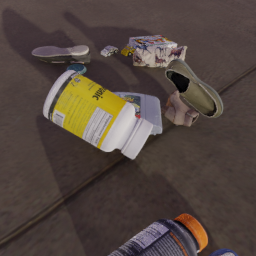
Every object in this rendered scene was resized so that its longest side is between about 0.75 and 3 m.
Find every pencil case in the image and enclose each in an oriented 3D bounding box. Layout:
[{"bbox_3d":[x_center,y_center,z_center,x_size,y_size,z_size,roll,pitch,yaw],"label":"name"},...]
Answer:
[{"bbox_3d":[1.481,-3.402,13.115,2.474,1.107,0.963,5,0,7],"label":"pencil case"}]

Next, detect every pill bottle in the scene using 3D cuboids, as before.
[{"bbox_3d":[0.569,2.770,5.863,2.379,1.264,1.264,-26,47,-27],"label":"pill bottle"},{"bbox_3d":[-0.780,-0.297,7.870,2.802,1.559,1.559,30,45,0],"label":"pill bottle"}]

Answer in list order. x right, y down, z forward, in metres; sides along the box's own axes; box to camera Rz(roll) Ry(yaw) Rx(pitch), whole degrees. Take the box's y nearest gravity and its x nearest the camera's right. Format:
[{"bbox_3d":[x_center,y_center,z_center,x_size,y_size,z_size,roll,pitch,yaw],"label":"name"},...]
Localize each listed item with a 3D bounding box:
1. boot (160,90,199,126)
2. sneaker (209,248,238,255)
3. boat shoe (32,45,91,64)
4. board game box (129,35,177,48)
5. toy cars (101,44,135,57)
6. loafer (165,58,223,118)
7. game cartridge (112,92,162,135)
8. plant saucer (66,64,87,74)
[{"bbox_3d":[2.020,-0.703,10.465,1.291,0.620,1.765,25,47,17],"label":"boot"},{"bbox_3d":[1.544,3.270,5.368,0.997,1.167,2.649,29,48,31],"label":"sneaker"},{"bbox_3d":[-3.204,-3.413,13.522,2.851,0.812,0.953,1,46,8],"label":"boat shoe"},{"bbox_3d":[1.302,-4.356,14.526,2.146,0.371,1.355,-16,43,-31],"label":"board game box"},{"bbox_3d":[-0.434,-4.054,14.380,1.948,0.431,0.873,-3,41,-4],"label":"toy cars"},{"bbox_3d":[1.984,-1.150,8.858,2.335,0.878,0.813,46,47,7],"label":"loafer"},{"bbox_3d":[-0.210,-0.551,9.686,2.691,0.550,1.791,2,40,0],"label":"game cartridge"},{"bbox_3d":[-2.424,-2.764,13.124,0.950,0.130,0.950,0,40,0],"label":"plant saucer"}]
